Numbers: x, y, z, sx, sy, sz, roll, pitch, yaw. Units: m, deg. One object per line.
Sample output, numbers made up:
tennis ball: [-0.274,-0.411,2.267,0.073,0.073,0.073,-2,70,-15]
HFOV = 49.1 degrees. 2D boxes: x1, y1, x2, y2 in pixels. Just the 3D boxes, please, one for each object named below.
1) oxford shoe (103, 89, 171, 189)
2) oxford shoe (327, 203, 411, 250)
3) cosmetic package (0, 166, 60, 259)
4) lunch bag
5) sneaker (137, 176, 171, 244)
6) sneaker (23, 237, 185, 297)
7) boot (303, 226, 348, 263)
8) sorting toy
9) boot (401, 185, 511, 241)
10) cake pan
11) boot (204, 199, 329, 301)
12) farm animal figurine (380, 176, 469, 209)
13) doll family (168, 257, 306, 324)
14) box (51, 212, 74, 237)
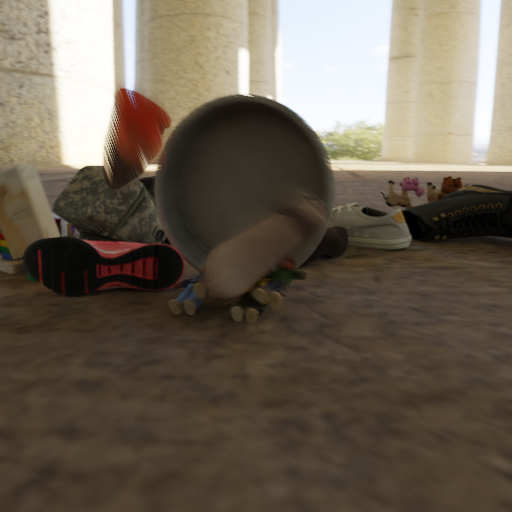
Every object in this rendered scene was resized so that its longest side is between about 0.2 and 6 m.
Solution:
oxford shoe: [-1.678,-1.604,7.421,0.790,0.805,2.219,29,24,-17]
oxford shoe: [1.815,-0.690,11.810,2.953,0.853,1.110,5,16,34]
cosmetic package: [-3.723,-0.697,8.961,0.714,1.357,0.482,-18,6,14]
lunch bag: [-2.800,-0.819,11.032,1.881,1.311,1.578,9,-27,43]
sneaker: [-2.261,-1.005,12.266,3.085,1.179,1.767,-8,25,28]
sneaker: [-2.219,0.179,8.304,2.263,0.834,0.982,4,0,-10]
boot: [0.593,-0.267,10.626,1.856,0.596,1.730,4,10,40]
sorting toy: [-4.140,-0.288,10.340,3.885,0.657,1.873,9,15,39]
boot: [4.672,-0.677,11.542,2.313,1.295,3.344,-15,10,-23]
cake pan: [-0.173,-0.968,8.428,2.789,2.789,0.511,4,9,17]
boot: [0.196,-0.177,6.475,1.272,0.611,1.739,-31,11,23]
farm animal figurine: [4.751,-1.479,15.317,2.074,1.081,2.051,2,-2,44]
doll family: [-0.269,0.350,7.096,1.795,0.704,1.038,9,33,15]
box: [-4.698,-0.686,12.591,0.860,0.491,0.935,3,12,9]
